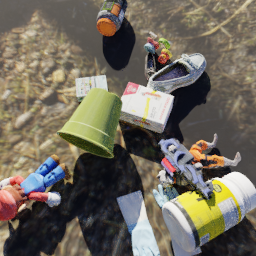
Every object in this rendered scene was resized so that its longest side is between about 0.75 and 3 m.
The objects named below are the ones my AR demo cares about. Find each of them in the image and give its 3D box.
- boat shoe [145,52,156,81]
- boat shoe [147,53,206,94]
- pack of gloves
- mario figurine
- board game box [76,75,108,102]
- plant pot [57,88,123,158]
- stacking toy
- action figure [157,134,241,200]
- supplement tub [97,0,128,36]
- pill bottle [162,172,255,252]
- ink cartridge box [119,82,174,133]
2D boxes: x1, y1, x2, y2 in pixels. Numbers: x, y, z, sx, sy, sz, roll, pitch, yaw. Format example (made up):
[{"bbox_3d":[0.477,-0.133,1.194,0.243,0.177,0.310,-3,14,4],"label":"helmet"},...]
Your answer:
[{"bbox_3d":[0.903,-2.527,11.468,0.449,0.383,1.343,-2,63,-1],"label":"boat shoe"},{"bbox_3d":[1.970,-2.184,11.003,2.804,0.899,1.033,-29,67,-14],"label":"boat shoe"},{"bbox_3d":[0.926,2.947,8.683,1.989,0.467,2.368,-16,64,-9],"label":"pack of gloves"},{"bbox_3d":[-3.121,2.029,9.037,2.525,1.339,1.559,-36,24,-26],"label":"mario figurine"},{"bbox_3d":[-1.414,-1.545,10.979,1.200,0.386,0.885,-6,63,-5],"label":"board game box"},{"bbox_3d":[-1.038,-0.246,9.285,1.980,1.980,1.881,20,73,10],"label":"plant pot"},{"bbox_3d":[1.170,-3.244,11.475,1.221,1.106,0.516,35,80,15],"label":"stacking toy"},{"bbox_3d":[2.222,1.370,8.988,2.620,1.417,2.709,-20,40,-4],"label":"action figure"},{"bbox_3d":[-0.721,-4.974,12.314,1.072,1.072,1.750,14,64,7],"label":"supplement tub"},{"bbox_3d":[2.456,2.391,8.343,2.569,1.468,1.468,-22,65,-18],"label":"pill bottle"},{"bbox_3d":[0.650,-0.763,10.372,1.797,0.749,1.304,19,65,9],"label":"ink cartridge box"}]
